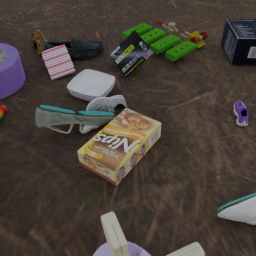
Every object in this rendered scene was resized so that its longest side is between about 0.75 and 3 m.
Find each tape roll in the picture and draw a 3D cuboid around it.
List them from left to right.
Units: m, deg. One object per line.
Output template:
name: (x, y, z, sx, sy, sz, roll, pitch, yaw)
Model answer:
tape roll: (-4.900, -1.985, 9.775, 2.341, 0.995, 2.341, -1, 43, 1)

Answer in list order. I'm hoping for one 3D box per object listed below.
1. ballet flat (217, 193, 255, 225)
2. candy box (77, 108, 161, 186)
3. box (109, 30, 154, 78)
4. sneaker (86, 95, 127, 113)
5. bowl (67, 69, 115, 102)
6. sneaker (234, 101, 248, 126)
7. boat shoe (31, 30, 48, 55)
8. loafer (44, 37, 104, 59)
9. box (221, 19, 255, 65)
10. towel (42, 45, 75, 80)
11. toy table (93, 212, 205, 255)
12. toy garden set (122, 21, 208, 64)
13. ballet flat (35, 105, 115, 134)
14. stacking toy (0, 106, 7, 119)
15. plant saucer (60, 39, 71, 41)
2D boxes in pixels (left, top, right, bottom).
ballet flat: (3.170, 1.661, 6.143, 2.493, 0.866, 0.866, -17, 46, -19)
candy box: (-0.168, 0.413, 7.506, 1.225, 0.587, 2.122, 24, 48, 27)
box: (0.092, -2.748, 10.337, 1.377, 0.327, 1.330, -40, 56, 15)
sneaker: (-0.640, -0.674, 8.742, 1.341, 0.501, 0.550, -19, 47, -19)
bowl: (-1.209, -1.360, 9.472, 1.342, 0.502, 1.344, 18, 45, 18)
sneaker: (3.553, -0.517, 8.620, 0.427, 0.442, 1.058, 5, 43, 5)
boat shoe: (-3.776, -3.621, 11.770, 0.592, 0.627, 1.742, -24, 48, -25)
loafer: (-2.144, -3.211, 11.177, 2.389, 0.839, 0.811, -10, 44, -10)
box: (4.948, -3.472, 11.203, 1.895, 1.175, 1.863, 2, 43, 2)
towel: (-2.608, -2.468, 10.500, 0.956, 0.196, 1.307, -22, 72, -8)
toy table: (0.121, 2.715, 4.457, 2.316, 1.475, 2.519, -25, 48, -25)
toy garden set: (1.664, -3.781, 12.020, 2.480, 0.594, 2.975, -34, 52, -28)
ballet flat: (-1.486, -0.193, 8.045, 2.278, 0.726, 0.768, 5, 10, -24)
stacking toy: (-3.995, -0.378, 8.560, 0.390, 0.390, 0.914, 9, 39, 9)
plant saucer: (-2.643, -3.536, 12.025, 0.993, 0.159, 0.993, 0, 44, 0)
